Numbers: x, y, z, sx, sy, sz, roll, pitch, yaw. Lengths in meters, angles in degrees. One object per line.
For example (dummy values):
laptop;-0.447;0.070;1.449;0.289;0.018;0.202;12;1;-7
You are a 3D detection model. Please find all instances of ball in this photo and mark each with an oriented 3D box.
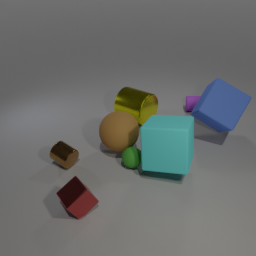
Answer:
ball;0.138;0.969;9.266;0.700;0.700;0.700;0;29;0
ball;-0.307;0.113;9.727;1.400;1.400;1.400;0;29;0

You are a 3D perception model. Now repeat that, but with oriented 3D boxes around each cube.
cube;1.254;0.464;8.686;1.400;1.400;1.400;3;19;19
cube;3.404;-0.799;10.460;1.400;1.400;1.400;31;-3;2
cube;-1.350;1.866;7.519;0.700;0.700;0.700;-42;43;-12

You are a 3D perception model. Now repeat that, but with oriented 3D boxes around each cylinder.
cylinder;-2.120;0.886;9.339;0.700;0.700;0.700;29;38;19
cylinder;0.355;-0.949;12.050;1.400;1.400;1.400;21;36;32
cylinder;3.054;-1.147;13.025;0.700;0.700;0.700;3;29;8
